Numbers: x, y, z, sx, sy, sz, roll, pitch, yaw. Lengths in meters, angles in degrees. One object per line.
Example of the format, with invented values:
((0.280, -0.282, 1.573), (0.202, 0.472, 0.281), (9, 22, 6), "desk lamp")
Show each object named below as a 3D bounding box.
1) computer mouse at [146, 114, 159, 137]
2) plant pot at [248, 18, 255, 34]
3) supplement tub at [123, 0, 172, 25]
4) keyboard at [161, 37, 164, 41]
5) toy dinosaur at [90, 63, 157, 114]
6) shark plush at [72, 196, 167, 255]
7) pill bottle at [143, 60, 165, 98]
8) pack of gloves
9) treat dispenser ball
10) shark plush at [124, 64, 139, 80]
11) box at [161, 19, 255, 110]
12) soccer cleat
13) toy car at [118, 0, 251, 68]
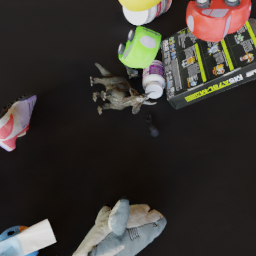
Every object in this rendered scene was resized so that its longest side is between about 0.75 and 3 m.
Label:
((0.707, -0.107, 8.175), (0.277, 0.161, 0.947), (-8, 44, -7), "computer mouse")
((3.755, -2.394, 9.512), (1.703, 1.962, 1.962), (-37, 53, -12), "plant pot")
((0.931, -5.854, 13.110), (1.538, 1.538, 2.191), (25, 49, 24), "supplement tub")
((1.309, -3.654, 11.894), (0.602, 0.098, 0.948), (17, 47, 17), "keyboard")
((-0.382, -1.167, 8.878), (1.383, 1.041, 2.704), (-9, 38, -25), "toy dinosaur")
((-0.327, 2.457, 5.020), (1.184, 1.291, 2.843), (41, 46, -3), "shark plush")
((0.859, -1.612, 9.302), (0.753, 0.753, 1.341), (3, 44, 3), "pill bottle")
((-1.860, 2.449, 4.850), (1.414, 1.188, 0.279), (-22, 13, -22), "pack of gloves")
((-2.084, 2.265, 5.277), (0.798, 0.798, 0.798), (0, 44, 0), "treat dispenser ball")
((0.142, -2.101, 10.096), (0.383, 0.351, 0.844), (-12, 45, -12), "shark plush")
((2.504, -2.319, 8.802), (2.890, 0.711, 2.992), (-21, 47, 24), "box")
((-3.159, -0.273, 8.021), (0.835, 0.896, 2.448), (-25, 23, 17), "soccer cleat")
((0.577, -1.935, 5.749), (2.914, 2.742, 0.650), (15, 64, -20), "toy car")
